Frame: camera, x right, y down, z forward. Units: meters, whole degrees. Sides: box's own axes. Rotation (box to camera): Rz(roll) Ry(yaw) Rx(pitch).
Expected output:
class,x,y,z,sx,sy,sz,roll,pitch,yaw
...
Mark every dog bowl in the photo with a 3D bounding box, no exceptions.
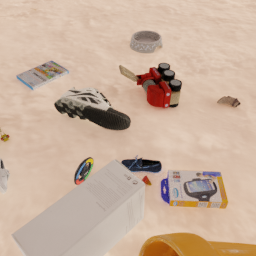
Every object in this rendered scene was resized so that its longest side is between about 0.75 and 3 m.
class,x,y,z,sx,sy,sz,roll,pitch,yaw
dog bowl,0.951,-4.501,14.489,1.752,0.514,1.752,0,42,0

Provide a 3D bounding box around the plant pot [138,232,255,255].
class,x,y,z,sx,sy,sz,roll,pitch,yaw
plant pot,1.734,3.167,5.044,2.389,2.609,2.609,1,41,-23

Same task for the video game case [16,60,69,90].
class,x,y,z,sx,sy,sz,roll,pitch,yaw
video game case,-3.789,-2.388,12.476,1.348,0.168,1.883,33,53,31

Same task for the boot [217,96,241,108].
class,x,y,z,sx,sy,sz,roll,pitch,yaw
boot,3.963,-0.993,10.904,0.810,0.285,0.592,-25,50,-24

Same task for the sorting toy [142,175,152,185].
class,x,y,z,sx,sy,sz,roll,pitch,yaw
sorting toy,0.446,1.772,8.019,0.307,0.309,0.891,35,49,-3

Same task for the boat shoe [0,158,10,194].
class,x,y,z,sx,sy,sz,roll,pitch,yaw
boat shoe,-3.726,1.376,8.247,0.458,0.481,1.337,-31,40,-16

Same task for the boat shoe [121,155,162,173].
class,x,y,z,sx,sy,sz,roll,pitch,yaw
boat shoe,0.408,1.054,8.591,1.262,0.433,0.531,0,43,0

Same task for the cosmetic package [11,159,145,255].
class,x,y,z,sx,sy,sz,roll,pitch,yaw
cosmetic package,-0.953,2.249,6.480,2.852,1.610,1.157,-31,50,-31

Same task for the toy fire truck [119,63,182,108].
class,x,y,z,sx,sy,sz,roll,pitch,yaw
toy fire truck,0.796,-1.718,10.833,2.161,1.390,1.902,-9,45,-11

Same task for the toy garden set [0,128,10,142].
class,x,y,z,sx,sy,sz,roll,pitch,yaw
toy garden set,-4.591,0.300,9.553,0.841,0.201,1.009,-32,52,-26

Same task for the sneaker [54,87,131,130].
class,x,y,z,sx,sy,sz,roll,pitch,yaw
sneaker,-1.110,-0.870,10.046,2.955,1.095,1.308,19,58,18

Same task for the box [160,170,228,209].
class,x,y,z,sx,sy,sz,roll,pitch,yaw
box,1.827,1.712,7.953,1.771,0.367,1.054,3,43,0

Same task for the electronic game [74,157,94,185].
class,x,y,z,sx,sy,sz,roll,pitch,yaw
electronic game,-1.263,1.240,8.063,0.184,0.883,0.883,26,49,17
